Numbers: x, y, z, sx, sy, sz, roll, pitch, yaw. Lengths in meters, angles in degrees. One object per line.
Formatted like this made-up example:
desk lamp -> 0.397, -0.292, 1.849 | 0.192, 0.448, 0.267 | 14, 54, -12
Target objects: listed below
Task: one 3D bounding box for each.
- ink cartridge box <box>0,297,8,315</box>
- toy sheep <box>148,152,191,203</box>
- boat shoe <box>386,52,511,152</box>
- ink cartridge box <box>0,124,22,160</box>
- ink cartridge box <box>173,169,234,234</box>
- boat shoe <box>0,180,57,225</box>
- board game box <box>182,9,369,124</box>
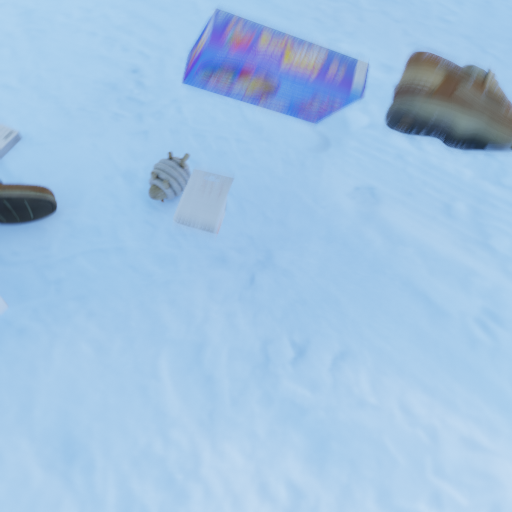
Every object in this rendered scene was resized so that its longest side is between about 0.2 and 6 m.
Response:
ink cartridge box -> -5.085, 0.821, 10.131 | 0.920, 0.388, 0.666 | 33, 63, 19
toy sheep -> -1.749, -1.633, 11.457 | 0.884, 0.884, 1.281 | 33, 70, 20
boat shoe -> 3.326, -2.315, 8.635 | 3.260, 1.204, 1.233 | 2, 8, -42
ink cartridge box -> -5.956, -2.479, 12.374 | 0.986, 0.247, 1.136 | 23, 60, 15
ink cartridge box -> -0.875, -0.928, 9.525 | 0.804, 0.248, 0.991 | 15, 72, 18
boat shoe -> -5.349, -1.190, 11.077 | 2.784, 1.002, 0.947 | -5, 58, -4
board game box -> 0.254, -2.866, 8.814 | 2.482, 1.669, 0.556 | 12, 85, -19
